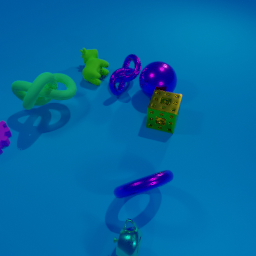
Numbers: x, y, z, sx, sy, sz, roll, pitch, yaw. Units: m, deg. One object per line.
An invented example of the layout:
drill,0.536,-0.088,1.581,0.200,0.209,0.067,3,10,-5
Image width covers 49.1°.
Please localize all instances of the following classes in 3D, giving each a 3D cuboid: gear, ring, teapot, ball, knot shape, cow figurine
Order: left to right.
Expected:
gear,-4.084,0.305,7.986,1.393,0.258,1.393,0,49,0
knot shape,-2.585,-1.071,8.162,1.732,0.855,1.851,-8,12,30
cow figurine,-1.315,-2.207,9.897,1.300,0.725,1.321,24,57,12
knot shape,-0.062,-1.801,9.169,0.660,1.337,1.429,40,34,-9
teapot,-0.025,2.380,5.697,0.564,1.152,0.716,11,12,10
ring,0.360,1.286,6.434,1.437,1.437,0.287,-16,80,-14
ball,0.954,-1.514,8.942,1.216,1.216,1.216,0,49,0

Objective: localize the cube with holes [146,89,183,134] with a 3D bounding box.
cube with holes,1.067,-0.492,8.296,0.840,0.840,0.840,13,50,12
